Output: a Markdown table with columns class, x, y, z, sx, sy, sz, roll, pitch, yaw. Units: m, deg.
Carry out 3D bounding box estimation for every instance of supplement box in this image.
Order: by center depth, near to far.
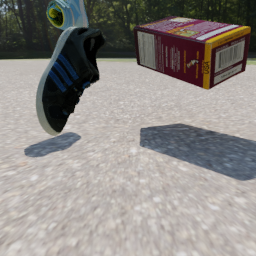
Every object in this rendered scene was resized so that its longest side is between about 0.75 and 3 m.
| class | x | y | z | sx | sy | sz | roll | pitch | yaw |
| --- | --- | --- | --- | --- | --- | --- | --- | --- | --- |
| supplement box | 1.716 | -2.319 | 8.160 | 1.634 | 1.269 | 2.962 | -26 | 37 | -27 |

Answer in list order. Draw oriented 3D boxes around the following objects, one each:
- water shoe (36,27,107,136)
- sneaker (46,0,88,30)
| class | x | y | z | sx | sy | sz | roll | pitch | yaw |
| --- | --- | --- | --- | --- | --- | --- | --- | --- | --- |
| water shoe | -0.609 | -0.565 | 3.118 | 0.531 | 1.346 | 0.481 | 4 | -16 | 24 |
| sneaker | -2.058 | -3.976 | 8.833 | 0.804 | 2.020 | 1.319 | -25 | -9 | 35 |
